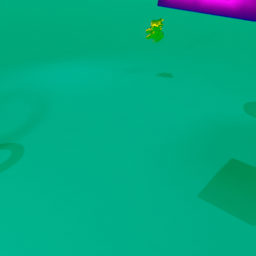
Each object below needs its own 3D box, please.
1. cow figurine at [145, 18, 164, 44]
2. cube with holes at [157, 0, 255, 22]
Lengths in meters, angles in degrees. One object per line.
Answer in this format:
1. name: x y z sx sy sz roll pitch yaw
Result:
1. cow figurine: 1.021 -3.350 9.672 0.892 0.498 0.907 -16 -23 41
2. cube with holes: 1.018 -1.430 2.138 1.055 1.055 1.055 25 33 32
